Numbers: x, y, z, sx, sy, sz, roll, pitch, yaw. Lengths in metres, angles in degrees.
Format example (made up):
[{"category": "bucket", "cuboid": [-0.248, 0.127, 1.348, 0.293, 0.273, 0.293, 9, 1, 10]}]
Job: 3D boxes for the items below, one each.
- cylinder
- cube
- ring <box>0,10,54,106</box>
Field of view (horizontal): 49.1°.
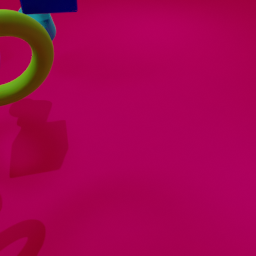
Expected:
[{"category": "cylinder", "cuboid": [-2.572, -2.930, 7.961, 0.889, 0.889, 0.889, 0, 84, -4]}, {"category": "cube", "cuboid": [-1.898, -3.545, 6.469, 1.273, 1.273, 1.273, -7, 50, -10]}, {"category": "ring", "cuboid": [-2.022, -1.027, 4.463, 1.785, 1.785, 0.357, -27, 64, -25]}]
